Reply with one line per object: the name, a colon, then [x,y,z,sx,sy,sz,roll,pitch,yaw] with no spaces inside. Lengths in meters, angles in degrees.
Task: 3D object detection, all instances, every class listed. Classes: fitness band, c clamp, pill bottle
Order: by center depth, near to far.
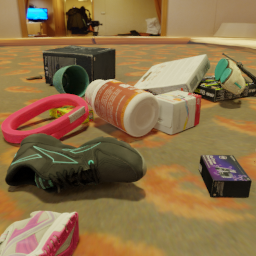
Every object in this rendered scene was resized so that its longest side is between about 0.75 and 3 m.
fitness band: [-2.251,-0.292,7.893,1.823,0.475,2.539,15,36,34]
pill bottle: [-0.255,-0.686,8.011,1.225,1.225,2.183,-18,32,-37]
c clamp: [4.849,-2.365,11.885,1.910,0.303,2.236,42,10,17]

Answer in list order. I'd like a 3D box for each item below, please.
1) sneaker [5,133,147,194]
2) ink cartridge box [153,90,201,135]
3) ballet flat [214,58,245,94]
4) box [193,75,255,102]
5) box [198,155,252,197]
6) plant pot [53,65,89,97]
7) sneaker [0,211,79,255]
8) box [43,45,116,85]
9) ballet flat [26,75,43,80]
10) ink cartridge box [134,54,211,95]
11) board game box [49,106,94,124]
sneaker: [-1.004,0.799,5.193,2.709,1.021,1.074,2,35,20]
ink cartridge box: [1.352,-0.485,8.130,1.274,0.921,0.926,-19,28,-39]
ballet flat: [3.956,-1.982,10.802,0.987,0.987,2.840,4,26,11]
box: [3.734,-1.729,11.781,2.314,0.550,2.235,-11,26,-26]
box: [1.834,0.900,5.409,0.698,0.390,0.989,3,22,-1]
plant pot: [-2.396,-1.862,11.242,1.033,1.287,1.287,10,22,44]
sneaker: [-1.271,1.587,3.384,0.757,0.698,1.716,6,14,17]
box: [-2.230,-2.995,13.458,2.546,1.605,2.590,8,23,20]
ballet flat: [-4.819,-2.596,14.386,0.838,0.194,0.282,-9,24,-22]
ink cartridge box: [1.758,-2.057,11.854,2.818,0.706,2.285,-4,37,43]
board game box: [-1.819,-0.481,8.897,1.421,0.338,0.722,20,29,40]
